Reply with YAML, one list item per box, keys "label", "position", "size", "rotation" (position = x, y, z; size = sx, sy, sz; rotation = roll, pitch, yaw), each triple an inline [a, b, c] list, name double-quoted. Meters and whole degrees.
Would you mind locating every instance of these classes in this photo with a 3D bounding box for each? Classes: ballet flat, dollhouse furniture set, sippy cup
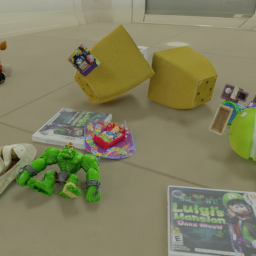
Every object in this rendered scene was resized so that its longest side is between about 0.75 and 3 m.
- label: "ballet flat"
  position: [-3.489, 1.028, 8.049]
  size: [0.977, 0.903, 2.898]
  rotation: [4, 29, 7]
- label: "dollhouse furniture set"
  position: [3.187, -0.474, 8.512]
  size: [1.287, 1.624, 1.153]
  rotation: [26, 12, 26]
- label: "sippy cup"
  position: [4.276, -0.631, 11.203]
  size: [0.830, 1.133, 0.890]
  rotation: [-4, -1, -31]

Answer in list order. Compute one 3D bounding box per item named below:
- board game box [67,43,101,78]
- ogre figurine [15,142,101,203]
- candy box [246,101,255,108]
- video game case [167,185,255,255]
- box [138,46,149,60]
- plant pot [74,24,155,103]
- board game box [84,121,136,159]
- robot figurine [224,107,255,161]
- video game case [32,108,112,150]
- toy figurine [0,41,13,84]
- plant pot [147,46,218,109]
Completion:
- label: "board game box"
  position: [-1.625, -2.432, 10.224]
  size: [0.316, 0.920, 1.113]
  rotation: [-51, 16, -28]
- label: "ogre figurine"
  position: [-1.750, 1.188, 7.680]
  size: [2.299, 1.128, 1.378]
  rotation: [-4, 44, 23]
- label: "candy box"
  position: [5.528, -0.731, 11.662]
  size: [1.035, 0.399, 0.875]
  rotation: [18, 40, 34]
- label: "video game case"
  position: [2.124, 2.210, 6.554]
  size: [2.377, 0.278, 2.161]
  rotation: [3, 29, 6]
- label: "box"
  position: [0.080, -4.633, 18.299]
  size: [1.731, 0.892, 2.968]
  rotation: [11, 31, 19]
- label: "plant pot"
  position: [-0.886, -2.431, 12.188]
  size: [2.535, 2.478, 2.462]
  rotation: [-36, 7, -17]
- label: "board game box"
  position: [-0.626, 0.198, 9.683]
  size: [1.741, 0.429, 2.203]
  rotation: [4, 32, -11]
- label: "robot figurine"
  position: [4.514, 0.259, 8.585]
  size: [2.901, 1.678, 2.545]
  rotation: [8, 12, 22]
- label: "video game case"
  position: [-2.027, -0.057, 10.653]
  size: [2.208, 0.284, 2.428]
  rotation: [8, 30, 13]
- label: "toy figurine"
  position: [-7.318, -3.628, 15.244]
  size: [1.497, 2.118, 2.152]
  rotation: [3, 29, -4]
- label: "plant pot"
  position: [2.554, -2.091, 12.463]
  size: [2.257, 2.272, 2.324]
  rotation: [-21, 42, -33]
